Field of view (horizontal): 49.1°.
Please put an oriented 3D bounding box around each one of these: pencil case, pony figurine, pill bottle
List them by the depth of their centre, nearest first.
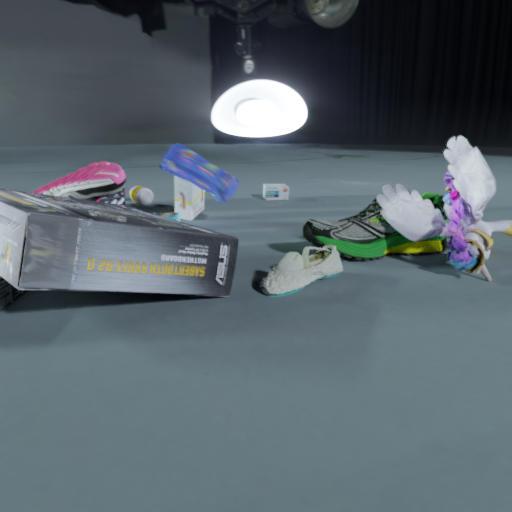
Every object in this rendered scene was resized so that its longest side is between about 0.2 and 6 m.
[{"bbox_3d":[3.639,-0.778,9.933,1.980,2.296,2.378,-39,-7,37],"label":"pony figurine"},{"bbox_3d":[-1.368,-1.960,13.320,1.870,0.730,0.812,31,26,7],"label":"pencil case"},{"bbox_3d":[-3.490,-1.834,16.867,0.507,0.507,0.972,-8,16,-29],"label":"pill bottle"}]

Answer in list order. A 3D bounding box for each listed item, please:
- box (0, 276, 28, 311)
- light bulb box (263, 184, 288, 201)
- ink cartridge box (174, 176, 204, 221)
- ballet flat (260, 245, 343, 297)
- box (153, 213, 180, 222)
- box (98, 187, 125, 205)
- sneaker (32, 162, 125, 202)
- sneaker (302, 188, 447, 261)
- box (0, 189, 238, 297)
[{"bbox_3d":[-4.522,0.507,7.771,2.127,0.523,2.202,2,13,-1],"label":"box"},{"bbox_3d":[0.615,-2.019,17.705,0.711,0.447,0.717,-2,15,-8],"label":"light bulb box"},{"bbox_3d":[-1.692,-1.601,14.328,0.487,1.167,0.847,14,30,15],"label":"ink cartridge box"},{"bbox_3d":[0.714,0.166,8.944,0.646,0.646,1.800,13,20,41],"label":"ballet flat"},{"bbox_3d":[-2.481,-0.795,13.082,1.345,0.331,0.553,-2,14,0],"label":"box"},{"bbox_3d":[-4.552,-1.771,15.767,1.612,0.925,1.065,14,20,43],"label":"box"},{"bbox_3d":[-3.595,-1.000,11.330,2.783,1.217,1.027,-16,25,26],"label":"sneaker"},{"bbox_3d":[2.285,-0.668,10.763,3.035,1.293,1.184,-6,16,-20],"label":"sneaker"},{"bbox_3d":[-2.631,-0.290,8.690,3.079,0.940,3.887,4,8,-40],"label":"box"}]
